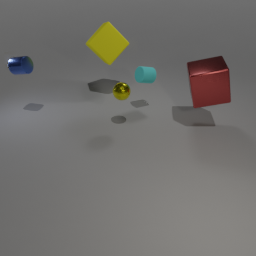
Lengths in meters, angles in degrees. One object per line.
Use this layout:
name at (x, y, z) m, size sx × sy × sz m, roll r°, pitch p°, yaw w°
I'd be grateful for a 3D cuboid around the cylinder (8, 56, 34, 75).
cylinder at (-4.306, -2.512, 11.266) m, size 0.700 × 0.700 × 0.700 m, roll 2°, pitch 28°, yaw 23°

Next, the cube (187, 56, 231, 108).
cube at (3.114, -1.794, 10.882) m, size 1.400 × 1.400 × 1.400 m, roll -9°, pitch 33°, yaw 12°

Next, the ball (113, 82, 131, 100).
ball at (-0.245, -1.416, 10.830) m, size 0.700 × 0.700 × 0.700 m, roll 0°, pitch 30°, yaw 0°

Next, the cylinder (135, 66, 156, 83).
cylinder at (0.761, -2.312, 12.223) m, size 0.700 × 0.700 × 0.700 m, roll -3°, pitch 27°, yaw -35°

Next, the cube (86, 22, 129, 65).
cube at (-1.020, -4.060, 13.480) m, size 1.400 × 1.400 × 1.400 m, roll -47°, pitch 22°, yaw 4°
